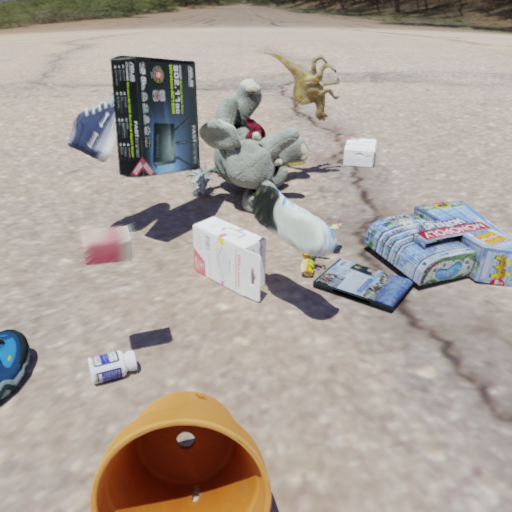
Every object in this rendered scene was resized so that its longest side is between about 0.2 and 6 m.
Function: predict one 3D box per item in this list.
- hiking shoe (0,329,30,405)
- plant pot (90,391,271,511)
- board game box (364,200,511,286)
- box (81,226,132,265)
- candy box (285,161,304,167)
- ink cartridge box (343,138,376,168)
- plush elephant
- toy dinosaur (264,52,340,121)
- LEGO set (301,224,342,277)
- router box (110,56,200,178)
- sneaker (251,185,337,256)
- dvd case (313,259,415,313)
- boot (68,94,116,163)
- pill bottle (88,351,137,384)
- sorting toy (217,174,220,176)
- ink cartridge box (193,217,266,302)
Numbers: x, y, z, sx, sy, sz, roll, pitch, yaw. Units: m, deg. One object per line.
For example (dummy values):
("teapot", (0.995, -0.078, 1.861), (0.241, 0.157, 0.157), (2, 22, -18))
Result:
("hiking shoe", (-3.858, 1.573, 7.243), (0.901, 1.050, 2.421), (9, 30, 16))
("plant pot", (-0.732, 2.167, 5.755), (1.676, 1.676, 1.173), (-2, 13, -4))
("board game box", (3.771, -0.196, 10.737), (2.421, 0.747, 2.420), (-9, 30, -23))
("box", (-1.937, -0.139, 7.268), (0.597, 0.325, 0.382), (-7, 37, -19))
("candy box", (0.433, -2.870, 16.084), (1.661, 0.469, 0.969), (-11, 31, -22))
("ink cartridge box", (3.028, -3.016, 16.307), (0.880, 0.512, 1.208), (6, 28, 11))
("plush elephant", (-0.061, -2.428, 13.213), (3.185, 2.623, 2.466), (-40, 25, -10))
("toy dinosaur", (1.320, -4.306, 13.675), (1.180, 2.333, 0.679), (-39, 27, 10))
("LEGO set", (1.300, -0.264, 10.897), (0.624, 0.771, 1.676), (0, 26, 18))
("router box", (-1.921, -2.713, 11.002), (0.692, 2.228, 1.670), (9, 18, 33))
("sneaker", (0.544, -0.522, 8.659), (1.720, 0.618, 0.623), (42, 12, 36))
("dvd case", (1.952, 0.513, 10.164), (1.545, 0.136, 1.103), (18, 33, 29))
("boot", (-3.018, -2.739, 10.877), (0.777, 1.720, 0.626), (23, -19, -30))
("pill bottle", (-2.042, 1.563, 7.975), (0.633, 0.379, 0.379), (-11, 30, -21))
("sorting toy", (-0.405, -2.780, 15.425), (1.383, 0.252, 1.280), (-16, 36, 18))
("ink cartridge box", (-0.376, 0.046, 10.139), (1.705, 0.993, 0.575), (26, 37, 37))
